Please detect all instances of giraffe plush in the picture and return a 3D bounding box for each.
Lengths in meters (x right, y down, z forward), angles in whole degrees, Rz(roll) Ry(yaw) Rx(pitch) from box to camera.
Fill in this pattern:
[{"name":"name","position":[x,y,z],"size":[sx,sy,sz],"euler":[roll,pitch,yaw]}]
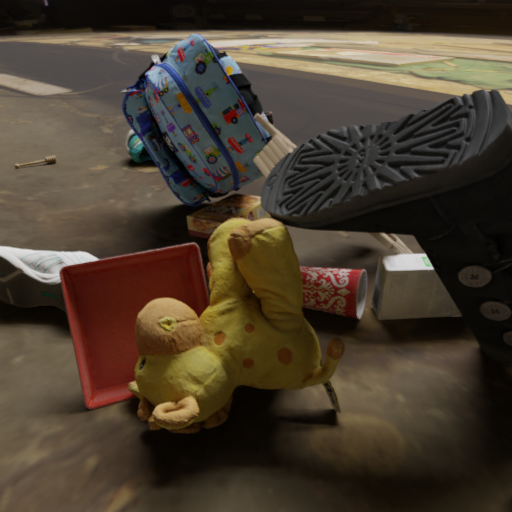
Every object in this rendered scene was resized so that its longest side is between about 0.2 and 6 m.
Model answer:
[{"name":"giraffe plush","position":[-0.476,1.013,6.334],"size":[2.070,2.203,2.553],"euler":[-21,68,-20]}]

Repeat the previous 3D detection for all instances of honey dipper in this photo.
[{"name":"honey dipper","position":[-5.710,-2.406,14.481],"size":[1.020,0.194,0.194],"euler":[-16,31,-22]}]

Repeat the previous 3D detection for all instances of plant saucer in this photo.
[{"name":"plant saucer","position":[-1.399,0.818,6.894],"size":[1.701,1.704,0.313],"euler":[-11,1,-21]}]

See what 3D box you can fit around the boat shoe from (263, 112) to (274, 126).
[{"name":"boat shoe","position":[-0.558,-4.197,17.354],"size":[2.314,0.689,0.831],"euler":[11,29,20]}]

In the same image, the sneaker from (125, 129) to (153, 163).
[{"name":"sneaker","position":[-2.167,-2.927,14.957],"size":[2.557,0.991,1.018],"euler":[-12,49,-13]}]

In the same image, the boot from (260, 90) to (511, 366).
[{"name":"boot","position":[2.180,0.021,6.563],"size":[3.007,3.648,1.197],"euler":[-4,55,47]}]

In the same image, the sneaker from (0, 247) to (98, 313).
[{"name":"sneaker","position":[-3.095,0.315,8.541],"size":[2.409,0.847,0.965],"euler":[14,31,11]}]

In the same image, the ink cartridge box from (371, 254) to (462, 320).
[{"name":"ink cartridge box","position":[2.578,0.434,8.124],"size":[1.660,0.904,0.418],"euler":[-2,35,-5]}]

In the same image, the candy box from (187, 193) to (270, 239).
[{"name":"candy box","position":[-0.514,-0.771,10.971],"size":[0.896,0.429,1.552],"euler":[12,28,32]}]

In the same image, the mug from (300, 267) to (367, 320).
[{"name":"mug","position":[1.058,0.563,8.378],"size":[1.091,0.969,0.728],"euler":[6,65,20]}]

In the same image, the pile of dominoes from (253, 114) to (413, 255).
[{"name":"pile of dominoes","position":[1.309,-0.729,8.893],"size":[3.336,0.531,2.600],"euler":[33,17,-36]}]

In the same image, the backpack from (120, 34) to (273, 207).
[{"name":"backpack","position":[-1.037,-2.426,10.477],"size":[2.235,3.034,3.323],"euler":[-32,16,-3]}]
